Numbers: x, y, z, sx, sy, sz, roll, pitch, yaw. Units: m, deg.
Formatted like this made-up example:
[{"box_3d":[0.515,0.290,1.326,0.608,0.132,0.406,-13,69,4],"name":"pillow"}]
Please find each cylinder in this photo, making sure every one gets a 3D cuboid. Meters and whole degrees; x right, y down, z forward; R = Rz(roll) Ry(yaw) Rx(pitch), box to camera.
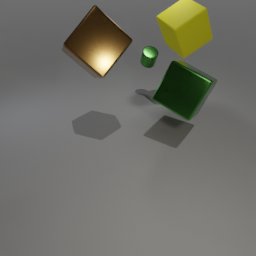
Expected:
[{"box_3d":[0.952,-3.187,12.599,0.700,0.700,0.700,4,63,-7],"name":"cylinder"}]

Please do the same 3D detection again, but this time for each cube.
[{"box_3d":[-0.955,-2.434,8.240,1.400,1.400,1.400,39,-1,-18],"name":"cube"},{"box_3d":[1.885,-1.264,9.190,1.400,1.400,1.400,33,22,15],"name":"cube"},{"box_3d":[2.174,-3.852,10.767,1.400,1.400,1.400,-34,48,0],"name":"cube"}]
